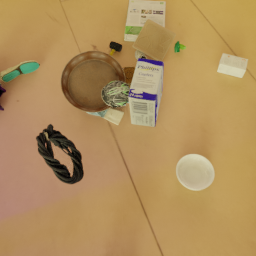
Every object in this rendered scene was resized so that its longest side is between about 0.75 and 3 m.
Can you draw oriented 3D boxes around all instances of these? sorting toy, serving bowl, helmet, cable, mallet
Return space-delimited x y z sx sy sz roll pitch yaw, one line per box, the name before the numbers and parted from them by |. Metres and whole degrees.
sorting toy | 1.604 -4.074 13.655 2.341 0.345 1.730 28 80 0
serving bowl | 2.455 1.680 10.384 1.396 0.459 1.396 0 60 1
helmet | -0.452 -1.348 11.080 1.137 1.084 1.137 -1 84 6
cable | -2.120 0.964 9.234 0.567 2.231 1.820 -28 23 8
mallet | -0.813 -3.376 13.475 0.619 0.387 1.878 17 66 5

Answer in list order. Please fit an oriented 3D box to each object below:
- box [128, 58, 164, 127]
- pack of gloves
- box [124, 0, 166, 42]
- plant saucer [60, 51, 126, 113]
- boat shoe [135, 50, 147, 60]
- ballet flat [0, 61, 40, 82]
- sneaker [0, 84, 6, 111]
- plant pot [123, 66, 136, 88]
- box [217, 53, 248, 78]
box | 0.774 -1.408 11.357 1.074 1.882 2.047 8 60 9
pack of gloves | -0.878 -1.046 12.152 1.793 0.354 1.507 22 76 13
box | 0.923 -5.627 14.680 2.026 0.510 2.807 5 58 3
plant saucer | -1.460 -1.932 11.899 2.721 0.469 2.721 0 80 -1
boat shoe | 0.663 -3.321 13.343 0.473 0.432 1.314 -11 60 -7
ballet flat | -5.024 -2.741 12.922 1.861 0.628 0.580 -27 53 -15
sneaker | -6.011 -1.967 12.322 1.286 1.094 2.939 -3 70 -13
plant pot | 0.055 -2.401 12.931 1.288 0.177 1.288 -2 58 2
box | 4.852 -2.902 13.015 1.171 0.571 0.729 18 61 11
